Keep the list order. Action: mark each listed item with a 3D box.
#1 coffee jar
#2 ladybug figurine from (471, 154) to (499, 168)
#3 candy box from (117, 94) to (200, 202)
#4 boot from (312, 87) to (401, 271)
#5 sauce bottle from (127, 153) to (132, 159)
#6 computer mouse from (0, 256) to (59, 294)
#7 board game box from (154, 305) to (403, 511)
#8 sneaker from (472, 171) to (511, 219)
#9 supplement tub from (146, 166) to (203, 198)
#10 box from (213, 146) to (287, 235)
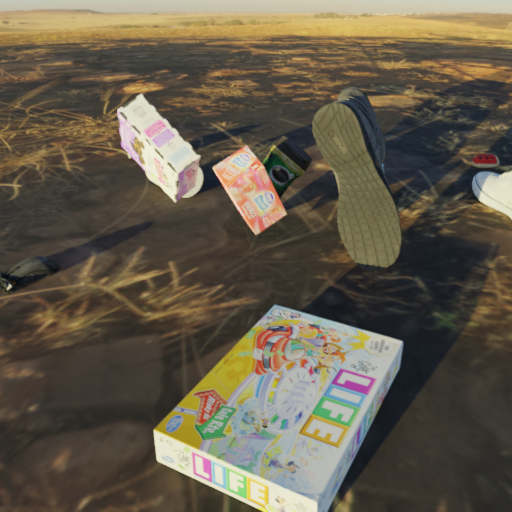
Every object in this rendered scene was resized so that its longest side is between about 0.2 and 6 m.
[{"bbox_3d":[0.384,-1.782,12.727,0.952,1.827,0.779,38,10,-18],"label":"coffee jar"},{"bbox_3d":[6.789,-2.817,16.590,0.874,0.315,0.594,-8,29,-15],"label":"ladybug figurine"},{"bbox_3d":[-1.933,-2.090,11.131,0.615,1.442,1.720,-42,84,-19],"label":"candy box"},{"bbox_3d":[2.222,-1.580,10.938,1.168,3.347,2.203,-8,18,25],"label":"boot"},{"bbox_3d":[-3.162,-3.276,17.254,1.579,0.511,0.511,-13,30,-27],"label":"sauce bottle"},{"bbox_3d":[-4.374,0.272,10.682,1.223,0.322,0.847,-22,34,-35],"label":"computer mouse"},{"bbox_3d":[0.458,1.856,7.404,2.101,0.535,3.126,14,31,25],"label":"board game box"},{"bbox_3d":[6.264,-1.582,13.385,1.124,1.090,3.079,-5,28,-10],"label":"sneaker"},{"bbox_3d":[-2.163,-2.166,14.655,0.963,0.963,1.460,-21,35,-34],"label":"supplement tub"},{"bbox_3d":[-0.092,-1.316,11.492,0.855,1.667,0.789,-34,54,-2],"label":"box"}]
